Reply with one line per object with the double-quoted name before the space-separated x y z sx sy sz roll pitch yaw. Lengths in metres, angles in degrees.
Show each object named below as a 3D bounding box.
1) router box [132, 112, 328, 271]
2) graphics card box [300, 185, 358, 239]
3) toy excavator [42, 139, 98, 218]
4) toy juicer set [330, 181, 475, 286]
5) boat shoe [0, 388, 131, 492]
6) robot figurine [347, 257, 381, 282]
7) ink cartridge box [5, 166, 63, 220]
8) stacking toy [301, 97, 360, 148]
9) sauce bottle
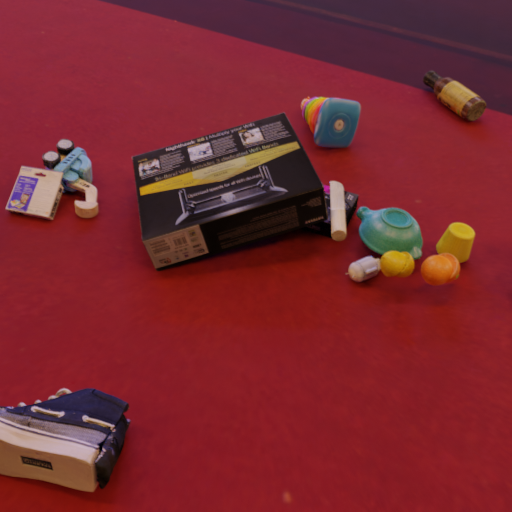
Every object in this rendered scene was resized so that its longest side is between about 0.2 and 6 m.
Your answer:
"router box" -0.672 -1.462 11.902 3.671 0.959 2.887 -16 46 -1
"graphics card box" 1.187 -1.095 12.302 1.854 0.472 1.163 20 50 18
"toy excavator" -4.082 -1.733 12.811 1.691 0.845 1.644 21 49 8
"toy juicer set" 2.589 -0.258 11.134 3.189 0.868 2.029 22 44 14
"boat shoe" -3.223 2.544 8.405 2.757 1.029 1.279 13 33 9
"robot figurine" 2.111 0.266 10.975 0.710 0.401 0.603 -21 9 -19
"ink cartridge box" -4.881 -1.405 12.467 1.080 0.237 1.090 11 76 12
"stacking toy" 1.666 -3.718 14.603 1.153 1.219 2.100 -1 30 -24
"sauce bottle" 5.480 -4.533 15.658 0.690 0.690 2.131 -16 46 -16
